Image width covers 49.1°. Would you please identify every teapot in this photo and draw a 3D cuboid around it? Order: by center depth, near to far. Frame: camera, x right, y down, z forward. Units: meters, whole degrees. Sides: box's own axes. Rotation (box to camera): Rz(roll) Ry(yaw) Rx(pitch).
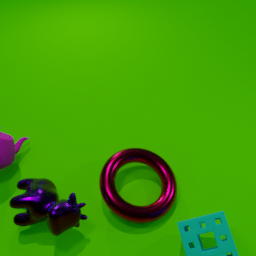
[{"bbox_3d":[-3.142,0.390,6.486,1.217,1.958,0.959,20,93,30],"label":"teapot"}]

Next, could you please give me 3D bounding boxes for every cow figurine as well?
[{"bbox_3d":[-1.607,1.545,5.784,1.486,0.829,1.511,-5,23,-7],"label":"cow figurine"}]

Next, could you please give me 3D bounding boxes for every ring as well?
[{"bbox_3d":[0.241,1.235,6.303,1.788,0.358,1.788,6,54,-8],"label":"ring"}]

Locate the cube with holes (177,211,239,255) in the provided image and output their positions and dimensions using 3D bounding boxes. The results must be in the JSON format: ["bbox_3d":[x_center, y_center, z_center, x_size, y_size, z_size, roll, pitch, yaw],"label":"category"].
[{"bbox_3d":[1.466,2.062,5.119,0.831,0.831,0.831,-18,67,11],"label":"cube with holes"}]
